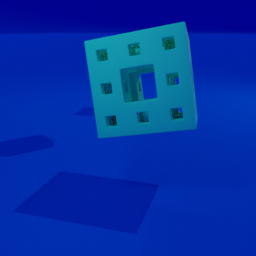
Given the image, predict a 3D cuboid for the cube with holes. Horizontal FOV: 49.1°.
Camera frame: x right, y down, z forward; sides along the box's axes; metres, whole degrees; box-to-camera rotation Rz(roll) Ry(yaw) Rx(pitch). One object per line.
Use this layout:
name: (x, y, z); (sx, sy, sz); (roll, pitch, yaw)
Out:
cube with holes: (0.307, -0.669, 4.331); (1.351, 1.351, 1.351); (-6, 6, 15)
